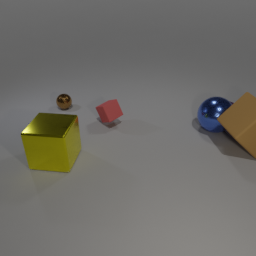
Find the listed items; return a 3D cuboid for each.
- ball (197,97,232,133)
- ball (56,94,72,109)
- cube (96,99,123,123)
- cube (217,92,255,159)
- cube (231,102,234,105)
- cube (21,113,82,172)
[{"bbox_3d":[3.391,-0.510,10.806,1.400,1.400,1.400,0,32,0],"label":"ball"},{"bbox_3d":[-2.877,-1.197,12.611,0.700,0.700,0.700,0,32,0],"label":"ball"},{"bbox_3d":[-0.750,-0.683,11.253,0.700,0.700,0.700,-31,16,-27],"label":"cube"},{"bbox_3d":[4.228,-0.092,9.545,1.400,1.400,1.400,37,17,-26],"label":"cube"},{"bbox_3d":[4.155,-0.662,11.739,0.700,0.700,0.700,-25,40,-35],"label":"cube"},{"bbox_3d":[-2.452,0.448,9.239,1.400,1.400,1.400,4,32,7],"label":"cube"}]
